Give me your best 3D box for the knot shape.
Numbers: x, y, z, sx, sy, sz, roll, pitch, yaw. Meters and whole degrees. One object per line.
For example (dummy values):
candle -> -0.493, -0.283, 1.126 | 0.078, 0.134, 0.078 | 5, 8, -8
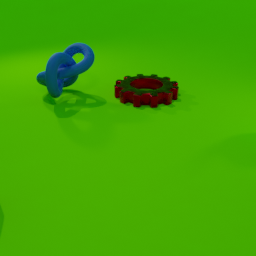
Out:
knot shape -> -1.817, -1.797, 8.361 | 1.857, 0.917, 1.985 | -45, 14, -5

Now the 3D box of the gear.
gear -> 0.575, -1.216, 8.806 | 1.987, 0.368, 1.987 | 0, 29, 0
